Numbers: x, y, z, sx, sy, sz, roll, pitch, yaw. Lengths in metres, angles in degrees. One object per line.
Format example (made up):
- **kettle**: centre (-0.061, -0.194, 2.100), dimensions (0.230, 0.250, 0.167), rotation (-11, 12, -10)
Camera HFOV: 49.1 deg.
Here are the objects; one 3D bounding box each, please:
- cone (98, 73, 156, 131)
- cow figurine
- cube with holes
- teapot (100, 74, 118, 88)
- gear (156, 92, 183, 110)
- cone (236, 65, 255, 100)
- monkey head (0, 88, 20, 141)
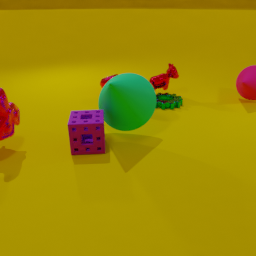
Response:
- **cone**: centre (-0.213, -0.854, 6.983), dimensions (1.654, 1.654, 1.660), rotation (7, -7, 14)
- **cow figurine**: centre (1.319, -1.870, 10.457), dimensions (1.125, 1.107, 0.618), rotation (-13, 63, -12)
- **cube with holes**: centre (-1.018, 0.093, 7.082), dimensions (0.836, 0.836, 0.836), rotation (-3, 26, -4)
- **teapot**: centre (-0.603, -1.704, 11.025), dimensions (0.907, 0.714, 1.458), rotation (-26, 15, -32)
- **gear**: centre (1.348, -0.988, 10.123), dimensions (1.221, 0.226, 1.221), rotation (0, 25, 0)
- **cone**: centre (4.222, -1.590, 9.807), dimensions (1.281, 1.281, 1.285), rotation (20, 18, 36)
- **monkey head**: centre (-3.217, -0.359, 6.497), dimensions (1.118, 1.335, 1.856), rotation (8, 47, 2)
